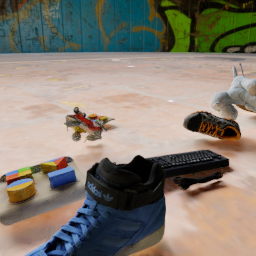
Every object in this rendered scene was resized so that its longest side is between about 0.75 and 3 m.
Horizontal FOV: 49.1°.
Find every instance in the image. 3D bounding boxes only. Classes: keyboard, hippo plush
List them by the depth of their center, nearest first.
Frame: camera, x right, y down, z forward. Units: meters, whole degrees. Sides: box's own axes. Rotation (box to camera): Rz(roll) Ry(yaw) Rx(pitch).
[{"bbox_3d":[1.044,0.675,4.924,1.811,0.187,1.151,-6,22,-25],"label":"keyboard"},{"bbox_3d":[2.633,-0.730,6.881,1.112,1.383,1.102,-31,1,5],"label":"hippo plush"}]

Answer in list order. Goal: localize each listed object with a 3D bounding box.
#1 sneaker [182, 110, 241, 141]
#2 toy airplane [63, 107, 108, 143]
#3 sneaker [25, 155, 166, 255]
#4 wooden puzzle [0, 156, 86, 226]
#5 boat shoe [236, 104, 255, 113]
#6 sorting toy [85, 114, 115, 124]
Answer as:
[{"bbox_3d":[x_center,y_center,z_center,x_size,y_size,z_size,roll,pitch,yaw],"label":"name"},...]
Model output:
[{"bbox_3d":[1.983,-0.024,6.525,1.421,0.556,0.549,7,27,-3],"label":"sneaker"},{"bbox_3d":[-0.924,0.022,5.954,0.949,0.670,0.945,34,-9,-12],"label":"toy airplane"},{"bbox_3d":[-0.389,0.891,2.709,2.041,1.135,0.783,-15,25,-36],"label":"sneaker"},{"bbox_3d":[-1.278,0.770,4.144,1.250,0.313,1.350,-15,20,-21],"label":"wooden puzzle"},{"bbox_3d":[4.284,-0.871,8.478,2.099,0.726,0.774,9,-22,1],"label":"boat shoe"},{"bbox_3d":[-0.917,-0.215,7.643,0.803,0.158,0.867,12,25,37],"label":"sorting toy"}]
